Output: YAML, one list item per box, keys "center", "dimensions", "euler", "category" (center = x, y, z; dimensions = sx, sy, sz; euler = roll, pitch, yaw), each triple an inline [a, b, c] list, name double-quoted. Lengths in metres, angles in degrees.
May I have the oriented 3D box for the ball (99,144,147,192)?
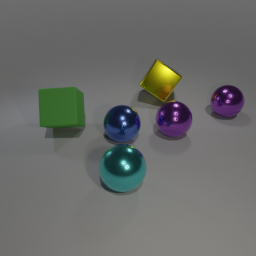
- center: [-0.150, 1.178, 8.274]
  dimensions: [1.400, 1.400, 1.400]
  euler: [0, 31, 0]
  category: "ball"

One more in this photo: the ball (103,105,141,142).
- center: [-0.220, -0.164, 10.455]
  dimensions: [1.400, 1.400, 1.400]
  euler: [0, 31, 0]
  category: "ball"

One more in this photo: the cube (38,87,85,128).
- center: [-2.511, -0.746, 10.817]
  dimensions: [1.400, 1.400, 1.400]
  euler: [-3, -3, 3]
  category: "cube"

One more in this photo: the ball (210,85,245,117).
- center: [4.285, -1.158, 12.112]
  dimensions: [1.400, 1.400, 1.400]
  euler: [0, 31, 0]
  category: "ball"

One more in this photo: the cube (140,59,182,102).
- center: [1.520, -2.279, 13.182]
  dimensions: [1.400, 1.400, 1.400]
  euler: [33, 16, -4]
  category: "cube"

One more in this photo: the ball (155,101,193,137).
- center: [1.757, -0.344, 10.736]
  dimensions: [1.400, 1.400, 1.400]
  euler: [0, 31, 0]
  category: "ball"
